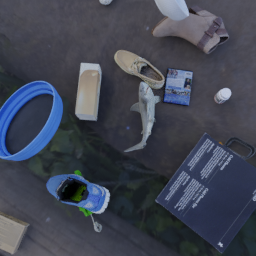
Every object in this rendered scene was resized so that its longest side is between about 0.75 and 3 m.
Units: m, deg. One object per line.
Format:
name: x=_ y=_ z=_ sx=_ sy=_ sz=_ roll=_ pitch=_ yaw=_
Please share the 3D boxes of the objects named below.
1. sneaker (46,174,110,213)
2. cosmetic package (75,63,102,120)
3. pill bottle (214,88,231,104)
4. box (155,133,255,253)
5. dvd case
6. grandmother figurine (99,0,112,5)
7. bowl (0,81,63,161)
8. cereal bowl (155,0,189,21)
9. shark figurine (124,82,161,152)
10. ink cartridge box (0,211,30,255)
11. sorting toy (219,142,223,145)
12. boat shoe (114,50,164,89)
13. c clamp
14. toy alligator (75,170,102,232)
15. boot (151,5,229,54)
sneaker: x=-1.649 y=1.721 z=8.086 sx=2.403 sy=1.071 sz=0.944 roll=2 pitch=64 yaw=42
cosmetic package: x=-1.439 y=-1.314 z=10.381 sx=0.685 sy=1.014 sz=1.929 roll=4 pitch=82 yaw=1
pill bottle: x=3.552 y=-1.209 z=10.479 sx=0.431 sy=0.756 sz=0.431 roll=0 pitch=80 yaw=0
box: x=2.757 y=2.036 z=9.255 sx=2.518 sy=1.439 sz=2.765 roll=37 pitch=91 yaw=15
dvd case: x=1.926 y=-1.601 z=10.871 sx=1.011 sy=0.124 sz=1.417 roll=8 pitch=81 yaw=2
grandmother figurine: x=-0.726 y=-6.072 z=11.424 sx=1.304 sy=0.651 sz=2.150 roll=9 pitch=83 yaw=23
bowl: x=-2.618 y=-0.184 z=7.249 sx=2.236 sy=0.439 sz=2.236 roll=-17 pitch=54 yaw=25
cereal bowl: x=1.357 y=-4.315 z=9.420 sx=0.680 sy=1.633 sz=1.633 roll=-25 pitch=79 yaw=29
shark figurine: x=0.480 y=-0.407 z=10.433 sx=1.060 sy=1.518 sz=2.540 roll=8 pitch=98 yaw=26
ink cartridge box: x=-4.259 y=3.638 z=9.794 sx=1.236 sy=0.464 sz=1.018 roll=22 pitch=82 yaw=4
sorting toy: x=3.563 y=1.752 z=10.031 sx=1.708 sy=0.307 sz=2.293 roll=-35 pitch=82 yaw=-1
boat shoe: x=0.454 y=-2.335 z=10.687 sx=2.229 sy=0.724 sz=0.804 roll=37 pitch=82 yaw=6
c clamp: x=3.929 y=0.799 z=10.228 sx=1.225 sy=0.166 sz=1.046 roll=29 pitch=62 yaw=32
toy alligator: x=-1.582 y=2.632 z=9.934 sx=0.613 sy=0.669 sz=2.258 roll=-28 pitch=80 yaw=37
boot: x=2.501 y=-3.622 z=10.736 sx=2.653 sy=0.932 sz=1.939 roll=-32 pitch=75 yaw=-11
